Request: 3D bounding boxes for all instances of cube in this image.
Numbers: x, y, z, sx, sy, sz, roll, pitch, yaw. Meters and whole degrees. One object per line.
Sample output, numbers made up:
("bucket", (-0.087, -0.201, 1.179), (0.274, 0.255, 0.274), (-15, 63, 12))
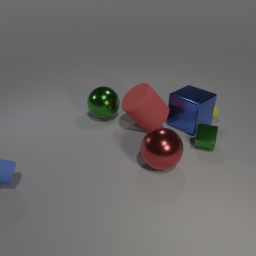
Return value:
("cube", (2.850, 0.340, 10.226), (0.700, 0.700, 0.700), (10, 64, 16))
("cube", (2.600, -0.776, 11.557), (1.400, 1.400, 1.400), (27, 40, 36))

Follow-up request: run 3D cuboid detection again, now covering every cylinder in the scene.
("cylinder", (-3.799, 1.283, 8.354), (0.700, 0.700, 0.700), (17, 26, -23))
("cylinder", (0.691, -0.832, 11.127), (1.400, 1.400, 1.400), (-30, 36, 25))

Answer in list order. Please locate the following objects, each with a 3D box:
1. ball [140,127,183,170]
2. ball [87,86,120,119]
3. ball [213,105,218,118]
("ball", (1.111, 0.680, 9.209), (1.400, 1.400, 1.400), (0, 32, 0))
("ball", (-1.054, -1.094, 12.083), (1.400, 1.400, 1.400), (0, 32, 0))
("ball", (3.554, -0.744, 12.240), (0.700, 0.700, 0.700), (0, 32, 0))
